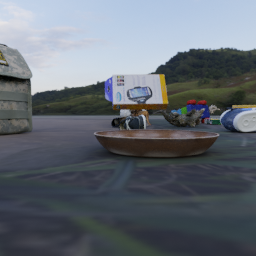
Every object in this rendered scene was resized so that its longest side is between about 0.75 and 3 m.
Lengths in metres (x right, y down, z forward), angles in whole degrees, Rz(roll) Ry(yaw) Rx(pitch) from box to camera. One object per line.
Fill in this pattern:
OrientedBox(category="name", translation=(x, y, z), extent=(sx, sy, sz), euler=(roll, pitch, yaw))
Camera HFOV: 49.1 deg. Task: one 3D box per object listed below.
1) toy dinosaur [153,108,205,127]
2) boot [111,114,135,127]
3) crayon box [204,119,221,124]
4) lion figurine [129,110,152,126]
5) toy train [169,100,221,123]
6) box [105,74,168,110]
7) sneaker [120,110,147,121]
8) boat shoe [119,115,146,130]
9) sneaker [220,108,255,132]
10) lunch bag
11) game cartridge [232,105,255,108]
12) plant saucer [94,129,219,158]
OrientedBox(category="toy dinosaur", translation=(2.114, -0.334, 11.198), extent=(2.197, 0.846, 1.124), euler=(-7, -10, -2))
OrientedBox(category="boot", translation=(-0.168, -0.199, 10.431), extent=(0.661, 0.509, 1.363), euler=(-12, -3, -18))
OrientedBox(category="crayon box", translation=(4.200, -0.304, 13.386), extent=(0.780, 0.263, 0.904), euler=(1, 3, -7))
OrientedBox(category="lion figurine", translation=(0.592, -0.531, 11.893), extent=(0.525, 0.887, 1.448), euler=(-2, 4, -32))
OrientedBox(category="toy train", translation=(3.596, -0.733, 15.008), extent=(2.747, 1.163, 1.590), euler=(-3, -9, -44))
OrientedBox(category="box", translation=(0.320, -1.514, 11.735), extent=(2.549, 1.517, 0.529), euler=(-1, -28, -2))
OrientedBox(category="sneaker", translation=(0.429, -0.791, 15.200), extent=(1.185, 1.019, 2.799), euler=(-2, 1, 19))
OrientedBox(category="boat shoe", translation=(0.089, -0.033, 6.897), extent=(0.411, 0.516, 1.364), euler=(0, -9, -14))
OrientedBox(category="sneaker", translation=(3.823, -0.308, 8.463), extent=(2.000, 0.806, 1.464), euler=(-6, 8, -5))
OrientedBox(category="lunch bag", translation=(-3.625, -1.089, 7.170), extent=(1.485, 2.525, 2.071), euler=(1, 3, 25))
OrientedBox(category="game cartridge", translation=(5.515, -0.788, 11.611), extent=(2.124, 0.344, 1.872), euler=(3, 5, 25))
OrientedBox(category="plant saucer", translation=(0.409, 0.200, 4.208), extent=(1.828, 0.293, 1.828), euler=(0, 4, 0))
